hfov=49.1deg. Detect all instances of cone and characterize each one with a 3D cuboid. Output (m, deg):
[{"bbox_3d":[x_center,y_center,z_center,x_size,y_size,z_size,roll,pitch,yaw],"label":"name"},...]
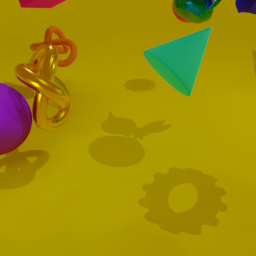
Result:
[{"bbox_3d":[-2.594,-0.074,5.134,1.564,1.564,1.570,-12,11,-16],"label":"cone"},{"bbox_3d":[1.424,-1.810,6.569,1.529,1.523,1.523,-46,43,4],"label":"cone"}]

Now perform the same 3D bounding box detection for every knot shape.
[{"bbox_3d":[-2.489,-2.833,9.958,1.517,0.749,1.621,38,51,8],"label":"knot shape"},{"bbox_3d":[-1.840,-1.021,6.230,0.894,1.935,1.811,-15,66,-7],"label":"knot shape"}]

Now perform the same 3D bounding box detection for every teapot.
[{"bbox_3d":[1.634,-3.131,6.923,1.027,0.809,1.652,21,8,-38],"label":"teapot"}]

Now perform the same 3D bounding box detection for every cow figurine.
[{"bbox_3d":[2.826,-3.258,6.449,1.221,1.241,0.681,-9,51,-34],"label":"cow figurine"}]

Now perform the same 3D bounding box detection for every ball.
[{"bbox_3d":[2.107,-4.235,9.618,1.178,1.178,1.178,0,35,0],"label":"ball"}]

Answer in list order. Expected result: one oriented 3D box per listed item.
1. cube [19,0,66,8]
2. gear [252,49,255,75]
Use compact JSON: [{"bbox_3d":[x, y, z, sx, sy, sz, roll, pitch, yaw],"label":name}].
[{"bbox_3d":[-2.605,-4.533,8.550,1.290,1.290,1.290,-8,15,35],"label":"cube"},{"bbox_3d":[2.655,-0.462,5.074,0.373,2.016,2.016,-11,28,28],"label":"gear"}]
